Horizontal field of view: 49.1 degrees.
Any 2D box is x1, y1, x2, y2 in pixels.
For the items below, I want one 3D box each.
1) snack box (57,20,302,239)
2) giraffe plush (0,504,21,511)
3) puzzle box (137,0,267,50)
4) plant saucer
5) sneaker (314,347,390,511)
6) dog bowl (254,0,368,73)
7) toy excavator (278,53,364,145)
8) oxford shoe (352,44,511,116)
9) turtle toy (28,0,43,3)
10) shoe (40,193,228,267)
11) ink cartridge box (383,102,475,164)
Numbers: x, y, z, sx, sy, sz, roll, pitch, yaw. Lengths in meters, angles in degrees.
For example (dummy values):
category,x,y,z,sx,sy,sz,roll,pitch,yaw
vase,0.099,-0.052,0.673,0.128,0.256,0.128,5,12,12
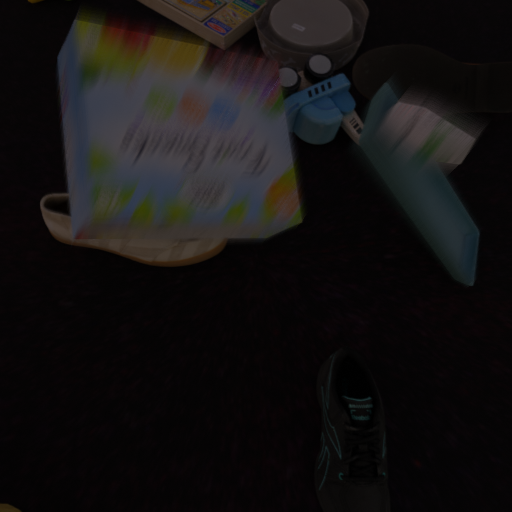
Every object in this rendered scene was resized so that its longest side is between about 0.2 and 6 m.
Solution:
category,x,y,z,sx,sy,sz,roll,pitch,yaw
snack box,-0.906,-1.422,7.045,2.787,0.943,2.351,-1,78,-33
giraffe plush,-3.029,3.227,5.410,2.029,2.502,2.159,11,35,-48
puzzle box,-1.036,-5.153,11.106,2.512,0.319,1.671,35,66,18
plant saucer,2.216,-0.824,7.385,0.280,2.955,1.033,-12,45,40
sneaker,1.095,2.157,6.514,0.860,0.904,2.281,-4,61,-4
dog bowl,0.999,-4.223,10.392,2.114,0.620,2.114,0,59,0
toy excavator,1.359,-2.261,9.187,1.949,1.001,2.005,-26,77,-16
oxford shoe,2.975,-2.825,9.358,3.009,1.072,1.073,5,103,-9
turtle toy,-3.937,-5.864,11.005,1.736,1.204,2.383,-27,63,-15
shoe,-1.782,-0.461,8.121,2.749,0.734,0.961,6,60,3
ink cartridge box,1.982,-1.424,6.484,0.610,0.352,0.835,-3,39,-39
